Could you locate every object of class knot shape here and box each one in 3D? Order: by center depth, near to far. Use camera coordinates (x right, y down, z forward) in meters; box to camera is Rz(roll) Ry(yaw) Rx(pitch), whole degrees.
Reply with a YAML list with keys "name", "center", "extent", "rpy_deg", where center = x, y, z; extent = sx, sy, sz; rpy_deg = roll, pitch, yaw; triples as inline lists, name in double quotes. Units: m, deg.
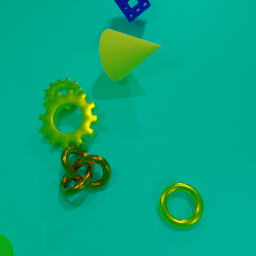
- name: "knot shape"
  center: [-1.182, 0.987, 6.938]
  extent: [1.356, 0.626, 1.269]
  rpy_deg: [-23, 64, -12]

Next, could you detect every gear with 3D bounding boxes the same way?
- name: "gear"
  center: [-1.570, -0.237, 7.486]
  extent: [1.586, 0.293, 1.586]
  rpy_deg: [-2, 79, 9]
- name: "gear"
  center: [-1.895, -0.970, 8.231]
  extent: [1.096, 0.203, 1.096]
  rpy_deg: [0, 62, 0]

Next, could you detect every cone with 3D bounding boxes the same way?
- name: "cone"
  center: [-3.451, 2.821, 5.423]
  extent: [1.667, 1.661, 1.661]
  rpy_deg: [1, 61, 16]
- name: "cone"
  center: [0.225, -2.148, 7.821]
  extent: [1.489, 1.483, 1.483]
  rpy_deg: [-3, 58, 28]

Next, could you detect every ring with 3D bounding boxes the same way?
- name: "ring"
  center: [1.268, 1.828, 6.670]
  extent: [1.074, 0.215, 1.074]
  rpy_deg: [-1, 67, 2]

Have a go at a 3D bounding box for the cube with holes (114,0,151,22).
- name: "cube with holes"
  center: [0.155, -4.122, 9.195]
  extent: [0.868, 0.868, 0.868]
  rpy_deg: [-34, 104, 16]
